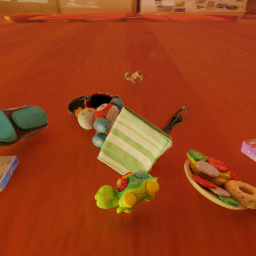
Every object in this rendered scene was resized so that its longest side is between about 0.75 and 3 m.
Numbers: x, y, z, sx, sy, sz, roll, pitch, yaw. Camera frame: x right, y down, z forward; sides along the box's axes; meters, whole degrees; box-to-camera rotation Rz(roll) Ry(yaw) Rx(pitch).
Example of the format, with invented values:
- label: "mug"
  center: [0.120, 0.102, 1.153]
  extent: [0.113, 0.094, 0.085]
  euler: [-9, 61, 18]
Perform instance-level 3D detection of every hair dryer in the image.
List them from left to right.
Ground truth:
- label: "hair dryer"
  center: [0.723, 0.255, 5.834]
  extent: [0.432, 1.590, 1.211]
  euler: [43, 65, -2]

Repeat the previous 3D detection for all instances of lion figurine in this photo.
- label: "lion figurine"
  center: [0.283, -2.090, 11.211]
  extent: [0.840, 0.515, 0.304]
  euler: [-20, 2, 29]

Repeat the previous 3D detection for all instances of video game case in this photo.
- label: "video game case"
  center: [-2.893, 0.932, 5.814]
  extent: [0.889, 0.223, 0.981]
  euler: [0, 27, -1]

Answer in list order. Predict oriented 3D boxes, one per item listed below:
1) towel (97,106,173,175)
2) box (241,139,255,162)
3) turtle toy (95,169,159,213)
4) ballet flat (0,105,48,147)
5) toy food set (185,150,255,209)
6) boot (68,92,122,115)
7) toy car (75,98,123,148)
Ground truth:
- label: "towel"
  center: [0.076, 0.379, 5.052]
  extent: [1.029, 1.349, 0.158]
  euler: [34, 39, 3]
- label: "box"
  center: [3.630, 0.547, 6.477]
  extent: [1.570, 0.307, 1.074]
  euler: [-9, 28, -16]
- label: "turtle toy"
  center: [0.001, 1.060, 4.666]
  extent: [1.097, 0.799, 0.554]
  euler: [-25, 69, -14]
- label: "ballet flat"
  center: [-2.796, 0.044, 6.217]
  extent: [0.914, 0.967, 2.870]
  euler: [-32, -2, 15]
- label: "toy food set"
  center: [1.686, 0.953, 5.157]
  extent: [1.412, 0.347, 1.426]
  euler: [15, 25, -22]
- label: "boot"
  center: [-1.032, -0.683, 8.047]
  extent: [1.682, 0.615, 1.266]
  euler: [-3, 4, 3]
- label: "toy car"
  center: [-0.859, -0.272, 7.075]
  extent: [1.139, 1.007, 1.050]
  euler: [21, 44, 10]
